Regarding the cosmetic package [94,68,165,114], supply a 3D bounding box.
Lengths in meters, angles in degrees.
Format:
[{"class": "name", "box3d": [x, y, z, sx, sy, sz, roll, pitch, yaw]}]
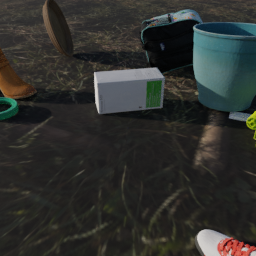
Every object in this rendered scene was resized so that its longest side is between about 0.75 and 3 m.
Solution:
[{"class": "cosmetic package", "box3d": [0.017, -1.227, 9.132, 2.143, 1.153, 0.909, -8, 35, -10]}]

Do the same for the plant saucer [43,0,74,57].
[{"class": "plant saucer", "box3d": [-3.292, -4.676, 13.231, 0.401, 2.721, 2.721, -15, 32, 8]}]

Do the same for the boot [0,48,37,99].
[{"class": "boot", "box3d": [-4.235, -2.037, 9.855, 2.219, 1.723, 0.851, 21, 38, 29]}]

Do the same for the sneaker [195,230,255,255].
[{"class": "sneaker", "box3d": [1.903, 1.966, 4.247, 0.641, 1.029, 1.921, -22, 39, -31]}]

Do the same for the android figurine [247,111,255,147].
[{"class": "android figurine", "box3d": [4.607, 0.069, 7.706, 2.373, 0.535, 2.607, 27, 43, 36]}]

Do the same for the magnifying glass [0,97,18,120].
[{"class": "magnifying glass", "box3d": [-4.956, -0.797, 9.252, 2.884, 0.323, 1.148, 10, 34, 17]}]

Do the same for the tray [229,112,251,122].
[{"class": "tray", "box3d": [3.615, -0.359, 8.758, 0.835, 0.093, 0.449, 13, 36, 19]}]

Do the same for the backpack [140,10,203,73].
[{"class": "backpack", "box3d": [1.939, -3.590, 11.436, 2.509, 2.206, 1.923, -8, 38, 18]}]

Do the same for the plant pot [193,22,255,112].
[{"class": "plant pot", "box3d": [3.284, -1.932, 8.978, 2.589, 2.433, 2.589, 0, 28, 0]}]
